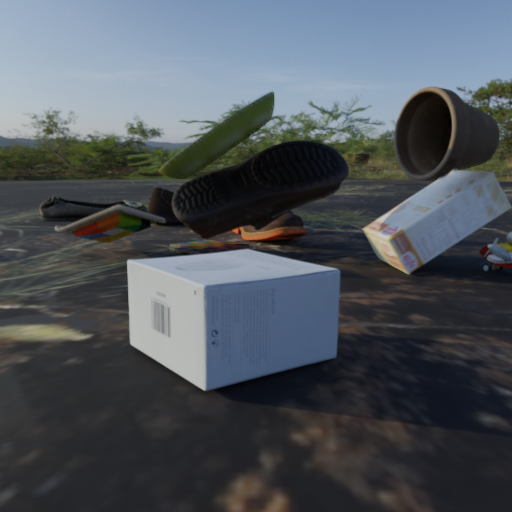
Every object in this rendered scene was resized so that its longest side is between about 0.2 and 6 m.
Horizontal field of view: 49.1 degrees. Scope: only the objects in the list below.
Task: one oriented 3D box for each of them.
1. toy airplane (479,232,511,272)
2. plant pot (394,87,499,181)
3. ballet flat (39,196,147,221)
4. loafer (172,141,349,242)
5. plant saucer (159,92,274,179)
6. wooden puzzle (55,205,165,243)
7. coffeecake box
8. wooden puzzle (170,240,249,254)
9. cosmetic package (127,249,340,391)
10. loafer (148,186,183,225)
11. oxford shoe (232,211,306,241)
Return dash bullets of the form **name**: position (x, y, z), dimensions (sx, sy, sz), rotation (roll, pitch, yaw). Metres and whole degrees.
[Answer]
- **toy airplane**: position (3.575, -0.025, 7.705), dimensions (0.869, 0.616, 0.873), rotation (3, 10, 15)
- **plant pot**: position (2.702, -1.631, 7.701), dimensions (1.085, 1.245, 1.245), rotation (0, 9, -23)
- **ballet flat**: position (-4.360, -1.311, 15.114), dimensions (2.809, 0.651, 0.946), rotation (-3, 10, -15)
- **loafer**: position (0.100, -1.114, 9.864), dimensions (3.081, 1.125, 1.094), rotation (-14, -33, 1)
- **plant saucer**: position (-0.528, -1.762, 8.595), dimensions (2.127, 0.330, 2.127), rotation (-34, 9, 6)
- **wooden puzzle**: position (-2.357, -0.471, 9.194), dimensions (1.372, 0.256, 1.270), rotation (-14, -10, 19)
- **coffeecake box**: position (2.573, -0.538, 8.229), dimensions (1.698, 0.620, 1.304), rotation (-33, 11, 1)
- **wooden puzzle**: position (-0.824, -0.144, 9.814), dimensions (0.996, 0.118, 1.680), rotation (7, 10, 39)
- **cosmetic package**: position (-0.204, 0.429, 4.539), dimensions (1.256, 0.772, 1.252), rotation (-7, 12, -35)
- **loafer**: position (-1.327, -1.395, 14.319), dimensions (3.031, 1.081, 1.106), rotation (-7, 12, -35)
- **oxford shoe**: position (0.142, -0.919, 11.488), dimensions (1.073, 1.094, 3.015), rotation (-4, 10, -22)
